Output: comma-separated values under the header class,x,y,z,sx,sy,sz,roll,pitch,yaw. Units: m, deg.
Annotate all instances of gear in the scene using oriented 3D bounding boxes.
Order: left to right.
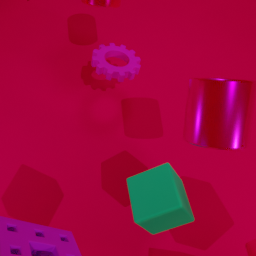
class,x,y,z,sx,sy,sz,roll,pitch,yaw
gear,-0.268,-1.506,6.368,1.102,0.204,1.102,8,51,-9

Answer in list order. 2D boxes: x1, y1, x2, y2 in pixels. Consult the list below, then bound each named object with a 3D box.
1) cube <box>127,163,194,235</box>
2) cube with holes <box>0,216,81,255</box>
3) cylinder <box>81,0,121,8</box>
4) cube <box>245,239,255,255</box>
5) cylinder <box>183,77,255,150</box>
class,x,y,z,sx,sy,sz,roll,pitch,yaw
cube,0.562,1.250,4.899,0.821,0.821,0.821,-24,49,14
cube with holes,-1.100,1.701,2.909,0.968,0.968,0.968,-57,35,5
cylinder,-0.524,-2.986,5.739,0.835,0.835,0.835,6,33,-4
cube,2.429,2.006,3.843,1.089,1.089,1.089,-31,73,12
cylinder,1.379,-0.250,4.267,0.983,0.983,0.983,3,100,1
